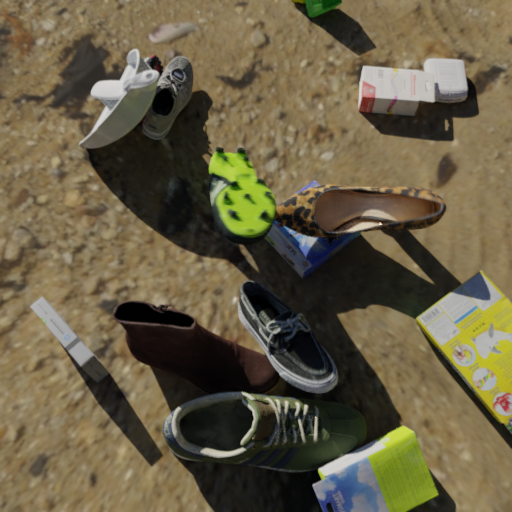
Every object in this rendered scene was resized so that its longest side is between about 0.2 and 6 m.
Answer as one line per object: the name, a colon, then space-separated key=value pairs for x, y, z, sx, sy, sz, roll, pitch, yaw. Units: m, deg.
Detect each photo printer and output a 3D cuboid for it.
photo printer: x=4.358 y=-3.997 z=12.865 sx=0.913 sy=0.381 sz=1.097 roll=2 pitch=65 yaw=0

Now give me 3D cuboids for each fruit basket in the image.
fruit basket: x=1.418 y=-6.596 z=13.815 sx=0.961 sy=1.332 sz=1.332 roll=-27 pitch=68 yaw=-12

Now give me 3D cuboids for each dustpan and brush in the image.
dustpan and brush: x=-2.527 y=-3.189 z=10.947 sx=3.294 sy=0.943 sz=2.299 roll=16 pitch=77 yaw=46

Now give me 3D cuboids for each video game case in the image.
video game case: x=1.065 y=-0.563 z=11.252 sx=1.593 sy=0.362 sz=1.444 roll=-37 pitch=71 yaw=-16

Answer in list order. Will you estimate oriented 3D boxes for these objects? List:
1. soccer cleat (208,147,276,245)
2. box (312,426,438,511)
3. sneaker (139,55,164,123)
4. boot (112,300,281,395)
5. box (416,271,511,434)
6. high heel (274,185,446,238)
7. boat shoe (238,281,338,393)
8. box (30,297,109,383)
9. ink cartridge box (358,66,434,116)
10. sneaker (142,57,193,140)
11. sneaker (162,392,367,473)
soccer cleat: x=-0.319 y=-0.854 z=9.796 sx=1.046 sy=1.256 sz=3.098 roll=1 pitch=31 yaw=-11
box: x=1.866 y=3.678 z=8.982 sx=1.861 sy=0.443 sz=1.135 roll=-22 pitch=92 yaw=-11
sneaker: x=-2.654 y=-3.689 z=12.610 sx=0.681 sy=0.735 sz=1.824 roll=1 pitch=59 yaw=25
boot: x=-0.896 y=1.573 z=9.190 sx=2.699 sy=2.245 sz=0.977 roll=11 pitch=65 yaw=5
box: x=4.227 y=1.709 z=9.817 sx=1.512 sy=0.623 sz=2.577 roll=-37 pitch=67 yaw=5
high heel: x=1.837 y=-0.865 z=10.102 sx=2.878 sy=2.052 sz=1.028 roll=-2 pitch=91 yaw=-19
boat shoe: x=0.493 y=1.260 z=9.351 sx=0.864 sy=0.799 sz=2.340 roll=-24 pitch=49 yaw=-20
box: x=-3.258 y=1.490 z=9.845 sx=0.303 sy=1.147 sz=1.471 roll=-40 pitch=71 yaw=-18
ink cartridge box: x=3.156 y=-3.701 z=12.639 sx=1.601 sy=0.540 sz=0.932 roll=6 pitch=65 yaw=5
sneaker: x=-1.836 y=-3.573 z=12.316 sx=0.786 sy=0.862 sz=2.103 roll=20 pitch=69 yaw=-12
sneaker: x=0.163 y=2.815 z=8.990 sx=3.424 sy=1.537 sz=1.148 roll=0 pitch=64 yaw=0
